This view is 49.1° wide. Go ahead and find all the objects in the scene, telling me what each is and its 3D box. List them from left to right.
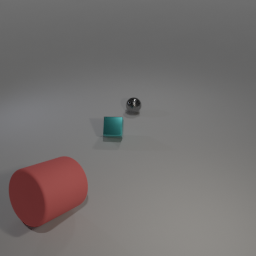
[{"bbox_3d":[-1.976,1.538,7.045,1.400,1.400,1.400,19,18,30],"label":"cylinder"},{"bbox_3d":[-0.536,-0.018,10.550,0.700,0.700,0.700,2,-9,3],"label":"cube"},{"bbox_3d":[0.252,-1.006,12.416,0.700,0.700,0.700,0,30,0],"label":"ball"}]
